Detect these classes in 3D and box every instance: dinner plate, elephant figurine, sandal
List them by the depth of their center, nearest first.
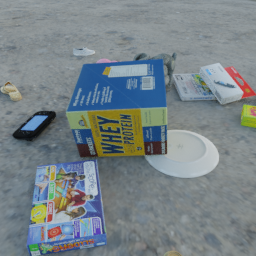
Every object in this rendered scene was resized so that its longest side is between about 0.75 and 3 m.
[{"bbox_3d":[1.827,0.718,9.666,2.575,0.312,2.575,-1,34,1],"label":"dinner plate"},{"bbox_3d":[-5.508,-1.876,13.126,0.666,0.598,1.817,-25,42,-31],"label":"sandal"},{"bbox_3d":[0.819,-2.825,13.713,2.659,1.882,2.063,3,3,31],"label":"elephant figurine"}]

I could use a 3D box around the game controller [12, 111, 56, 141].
[{"bbox_3d":[-3.573,-0.139,10.791,0.991,0.400,1.900,9,35,13],"label":"game controller"}]

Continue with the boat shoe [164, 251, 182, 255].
[{"bbox_3d":[1.277,3.238,5.750,0.648,0.554,1.769,-14,37,-19],"label":"boat shoe"}]

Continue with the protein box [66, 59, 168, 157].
[{"bbox_3d":[-0.194,-0.751,9.729,2.970,2.004,2.948,-3,42,6],"label":"protein box"}]

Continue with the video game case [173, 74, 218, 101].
[{"bbox_3d":[3.477,-2.049,13.670,2.293,0.277,2.516,-2,34,-3],"label":"video game case"}]

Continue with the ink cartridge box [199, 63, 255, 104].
[{"bbox_3d":[4.612,-2.162,12.859,1.891,0.480,2.146,-15,54,-12],"label":"ink cartridge box"}]

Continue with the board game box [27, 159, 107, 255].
[{"bbox_3d":[-1.627,1.987,7.634,1.839,0.468,2.716,-5,35,-8],"label":"board game box"}]

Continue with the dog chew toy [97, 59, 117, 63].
[{"bbox_3d":[-0.817,-3.025,14.492,1.702,1.060,1.060,-1,34,-14],"label":"dog chew toy"}]

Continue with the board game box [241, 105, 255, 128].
[{"bbox_3d":[5.503,-0.361,11.044,1.903,0.453,0.967,12,37,16],"label":"board game box"}]

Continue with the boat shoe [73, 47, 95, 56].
[{"bbox_3d":[-2.757,-4.831,17.534,1.335,0.457,0.481,0,35,-1],"label":"boat shoe"}]
